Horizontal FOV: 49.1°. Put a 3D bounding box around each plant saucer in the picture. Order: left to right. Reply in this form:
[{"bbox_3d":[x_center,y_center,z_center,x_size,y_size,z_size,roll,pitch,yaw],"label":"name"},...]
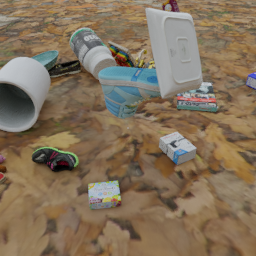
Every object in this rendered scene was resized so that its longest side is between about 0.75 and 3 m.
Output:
[{"bbox_3d":[-4.488,-3.099,13.931,2.443,0.439,2.443,-15,35,11],"label":"plant saucer"}]

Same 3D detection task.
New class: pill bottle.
[{"bbox_3d":[-1.734,-3.687,13.973,1.508,1.508,2.666,-20,55,-25],"label":"pill bottle"}]

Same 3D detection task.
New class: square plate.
[{"bbox_3d":[1.189,-1.746,6.433,0.271,1.903,1.885,-5,10,40],"label":"square plate"}]

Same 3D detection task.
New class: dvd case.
[{"bbox_3d":[2.967,-1.449,12.291,1.645,0.248,2.253,4,37,6],"label":"dvd case"}]

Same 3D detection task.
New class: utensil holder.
[{"bbox_3d":[-4.154,-1.381,10.688,2.078,2.078,2.445,0,34,0],"label":"utensil holder"}]

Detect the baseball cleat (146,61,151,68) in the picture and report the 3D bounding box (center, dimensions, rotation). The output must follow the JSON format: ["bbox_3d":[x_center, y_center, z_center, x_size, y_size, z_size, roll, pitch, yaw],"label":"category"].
[{"bbox_3d":[2.123,-3.321,13.894,2.574,1.370,0.897,10,42,16],"label":"baseball cleat"}]

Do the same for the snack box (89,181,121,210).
[{"bbox_3d":[-0.652,1.844,7.740,0.852,0.288,0.718,-4,37,-6],"label":"snack box"}]

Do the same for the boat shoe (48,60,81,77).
[{"bbox_3d":[-3.359,-3.016,14.131,1.959,0.590,0.698,-16,39,-20],"label":"boat shoe"}]

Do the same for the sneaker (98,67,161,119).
[{"bbox_3d":[0.292,-0.809,7.378,2.142,1.398,0.852,14,39,24],"label":"sneaker"}]

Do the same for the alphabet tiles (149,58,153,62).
[{"bbox_3d":[1.728,-3.688,15.530,1.075,0.034,0.895,11,38,14],"label":"alphabet tiles"}]

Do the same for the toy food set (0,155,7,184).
[{"bbox_3d":[-4.230,1.235,8.599,1.043,0.259,1.641,-24,43,-29],"label":"toy food set"}]

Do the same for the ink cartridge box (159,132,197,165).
[{"bbox_3d":[1.624,0.647,9.251,0.751,0.433,1.035,-19,40,-24],"label":"ink cartridge box"}]

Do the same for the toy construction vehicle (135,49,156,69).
[{"bbox_3d":[1.016,-3.406,14.098,1.367,0.553,1.570,3,59,40],"label":"toy construction vehicle"}]

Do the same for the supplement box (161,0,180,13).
[{"bbox_3d":[1.548,-4.068,9.862,0.442,0.802,0.343,-19,-2,44],"label":"supplement box"}]

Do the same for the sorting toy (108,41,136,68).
[{"bbox_3d":[-0.366,-3.637,14.421,1.419,1.427,0.497,34,82,33],"label":"sorting toy"}]

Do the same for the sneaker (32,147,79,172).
[{"bbox_3d":[-2.313,0.995,8.669,1.512,0.580,0.633,5,32,9],"label":"sneaker"}]

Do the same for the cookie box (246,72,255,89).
[{"bbox_3d":[6.489,-2.097,12.888,1.297,0.570,1.516,-22,42,-27],"label":"cookie box"}]
